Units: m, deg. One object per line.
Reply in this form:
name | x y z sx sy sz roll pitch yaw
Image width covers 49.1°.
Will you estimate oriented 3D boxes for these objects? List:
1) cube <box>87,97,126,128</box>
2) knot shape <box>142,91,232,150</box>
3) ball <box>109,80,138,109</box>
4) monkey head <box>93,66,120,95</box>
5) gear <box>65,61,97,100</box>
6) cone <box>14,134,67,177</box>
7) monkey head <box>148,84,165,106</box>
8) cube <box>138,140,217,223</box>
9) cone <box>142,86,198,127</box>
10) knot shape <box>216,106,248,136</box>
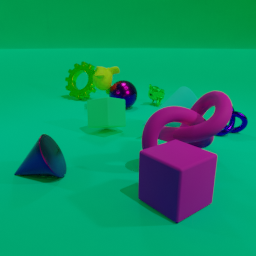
cube | -0.616 -0.422 8.095 0.801 0.801 0.801 -4 -3 36
knot shape | 1.233 0.086 6.133 2.064 0.954 1.931 -29 -17 -1
ball | -0.185 -1.299 10.900 1.111 1.111 1.111 0 18 0
monkey head | -0.819 -1.910 10.776 1.041 0.872 1.448 -10 -24 12
gear | -2.059 -2.111 12.522 1.654 1.654 0.306 9 -2 27
cone | -1.873 0.735 5.567 0.934 0.930 0.930 -26 16 7
monkey head | 1.114 -1.297 11.488 0.673 1.117 0.804 12 63 19
cube | 0.786 0.805 4.565 0.893 0.893 0.893 -13 23 -37
cone | 1.016 -0.271 7.540 1.407 1.402 1.402 -16 21 -14
knot shape | 2.810 -0.315 7.997 1.067 0.999 0.493 -10 -1 3
